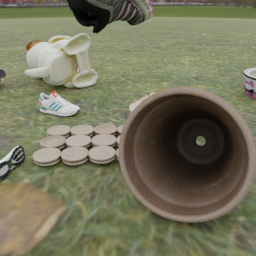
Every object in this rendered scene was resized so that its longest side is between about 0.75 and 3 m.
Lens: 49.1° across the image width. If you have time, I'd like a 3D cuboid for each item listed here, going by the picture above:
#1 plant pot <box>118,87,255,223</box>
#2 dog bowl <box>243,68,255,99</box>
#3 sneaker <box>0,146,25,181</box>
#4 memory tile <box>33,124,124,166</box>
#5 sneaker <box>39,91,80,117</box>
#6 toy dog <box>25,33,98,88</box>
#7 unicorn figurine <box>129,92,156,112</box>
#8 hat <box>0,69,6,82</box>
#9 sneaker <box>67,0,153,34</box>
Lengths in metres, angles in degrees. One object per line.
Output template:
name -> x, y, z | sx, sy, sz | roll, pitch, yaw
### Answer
plant pot -> 1.079, 0.306, 4.653 | 1.964, 1.964, 1.713 | 12, 12, 24
dog bowl -> 4.839, -1.443, 9.342 | 1.982, 0.731, 1.982 | 0, 25, 0
sneaker -> -2.405, 0.637, 5.432 | 0.452, 0.392, 1.020 | -1, 22, 17
memory tile -> -0.811, 0.336, 6.240 | 2.253, 0.189, 1.727 | -1, 25, -1
sneaker -> -1.975, -0.703, 7.933 | 1.273, 0.595, 0.448 | 9, 26, 19
toy dog -> -2.785, -2.411, 10.545 | 2.599, 1.870, 2.680 | -37, 39, -24
unicorn figurine -> 0.837, -0.251, 6.788 | 1.842, 0.990, 2.682 | -16, 14, -19
hat -> -4.979, -1.702, 10.159 | 1.265, 0.510, 1.265 | -2, 31, 1
sneaker -> -0.230, -1.480, 3.187 | 0.809, 0.683, 1.850 | -27, 6, 13
